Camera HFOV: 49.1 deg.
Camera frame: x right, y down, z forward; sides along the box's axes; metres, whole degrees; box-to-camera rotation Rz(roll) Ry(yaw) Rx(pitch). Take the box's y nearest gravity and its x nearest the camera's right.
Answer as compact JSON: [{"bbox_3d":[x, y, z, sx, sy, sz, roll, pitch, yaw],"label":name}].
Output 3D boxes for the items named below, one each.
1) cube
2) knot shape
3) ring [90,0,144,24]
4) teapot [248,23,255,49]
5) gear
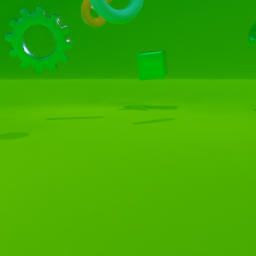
[{"bbox_3d":[0.959,-2.429,10.817,0.995,0.995,0.995,-2,17,16],"label":"cube"},{"bbox_3d":[-0.977,-4.294,9.414,0.872,1.766,1.887,18,8,-9],"label":"knot shape"},{"bbox_3d":[-0.256,-3.242,6.511,1.556,1.556,0.311,-8,15,-35],"label":"ring"},{"bbox_3d":[4.480,-3.125,9.368,0.655,0.832,1.338,8,-31,-35],"label":"teapot"},{"bbox_3d":[-2.416,-2.372,7.675,1.700,1.700,0.314,-2,22,-11],"label":"gear"}]
